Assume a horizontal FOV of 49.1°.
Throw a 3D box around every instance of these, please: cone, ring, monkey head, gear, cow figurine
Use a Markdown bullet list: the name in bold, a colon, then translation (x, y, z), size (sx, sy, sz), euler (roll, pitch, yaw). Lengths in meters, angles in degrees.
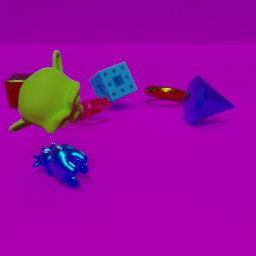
- **cone**: translation (2.481, -0.701, 8.019), size (1.355, 1.350, 1.350), euler (8, 17, -11)
- **ring**: translation (1.407, -1.292, 10.453), size (1.659, 0.332, 1.659), euler (8, 2, 0)
- **monkey head**: translation (-1.207, -0.425, 4.508), size (0.890, 1.476, 1.062), euler (29, -2, 9)
- **gear**: translation (-1.116, -0.544, 7.998), size (1.252, 0.231, 1.252), euler (-18, -7, -2)
- **cow figurine**: translation (-1.166, 0.538, 4.704), size (1.028, 1.045, 0.573), euler (31, 60, 11)

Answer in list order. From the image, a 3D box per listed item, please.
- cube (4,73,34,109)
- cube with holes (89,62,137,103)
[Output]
- **cube**: translation (-3.630, -1.326, 9.932), size (0.995, 0.995, 0.995), euler (0, 27, 0)
- **cube with holes**: translation (-0.523, -1.487, 9.667), size (1.039, 1.039, 1.039), euler (-27, 5, -25)
